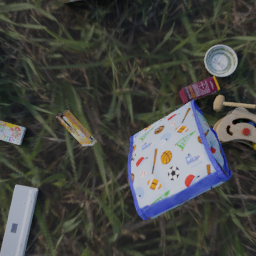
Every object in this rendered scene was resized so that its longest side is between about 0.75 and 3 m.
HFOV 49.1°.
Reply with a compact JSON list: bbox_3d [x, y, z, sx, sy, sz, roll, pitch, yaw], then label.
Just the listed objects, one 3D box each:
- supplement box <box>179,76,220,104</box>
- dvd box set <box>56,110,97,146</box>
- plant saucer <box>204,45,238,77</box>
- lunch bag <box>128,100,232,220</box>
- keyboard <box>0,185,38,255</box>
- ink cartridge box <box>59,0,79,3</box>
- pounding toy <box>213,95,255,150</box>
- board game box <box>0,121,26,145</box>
[{"bbox_3d":[2.224,-1.173,8.793,1.078,0.595,0.462,-20,85,-2],"label":"supplement box"},{"bbox_3d":[-1.254,0.028,6.745,1.008,0.738,0.148,50,65,-17],"label":"dvd box set"},{"bbox_3d":[2.972,-2.137,9.046,1.059,0.266,1.059,0,86,0],"label":"plant saucer"},{"bbox_3d":[1.080,0.779,6.168,1.967,2.314,1.433,-34,111,21],"label":"lunch bag"},{"bbox_3d":[-3.412,3.115,8.670,0.734,0.139,2.609,10,85,6],"label":"keyboard"},{"bbox_3d":[-1.188,-5.151,8.709,2.423,0.910,1.996,-9,106,-2],"label":"ink cartridge box"},{"bbox_3d":[3.375,0.018,8.367,2.143,1.230,1.226,31,81,3],"label":"pounding toy"},{"bbox_3d":[-3.741,0.153,8.901,0.849,0.145,0.571,15,85,1],"label":"board game box"}]
